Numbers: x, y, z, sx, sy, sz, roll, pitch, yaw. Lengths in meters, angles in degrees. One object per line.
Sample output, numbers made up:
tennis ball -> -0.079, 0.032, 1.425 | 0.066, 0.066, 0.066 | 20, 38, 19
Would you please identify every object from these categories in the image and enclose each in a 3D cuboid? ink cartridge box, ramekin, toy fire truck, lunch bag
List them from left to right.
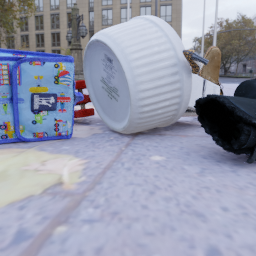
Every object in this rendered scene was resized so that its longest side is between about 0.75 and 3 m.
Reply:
lunch bag -> -2.347, -0.710, 6.363 | 2.628, 1.979, 1.236 | 0, 25, -12
toy fire truck -> -2.040, -0.834, 9.112 | 2.041, 1.144, 1.714 | -12, 6, -19
ramekin -> 0.053, -1.263, 7.302 | 1.565, 2.982, 2.982 | -21, 20, -27
ink cartridge box -> 1.383, -0.962, 8.208 | 1.701, 0.991, 2.352 | 2, -5, 44

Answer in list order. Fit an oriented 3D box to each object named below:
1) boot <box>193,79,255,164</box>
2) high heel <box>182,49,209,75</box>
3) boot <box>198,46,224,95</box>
boot -> 2.434, -0.340, 5.762 | 2.302, 1.039, 2.809 | 1, 29, -20
high heel -> 1.416, -1.501, 6.316 | 0.593, 0.297, 0.832 | 28, -9, -1
boot -> 2.908, -1.479, 9.438 | 0.906, 2.460, 0.928 | -7, 20, -30
